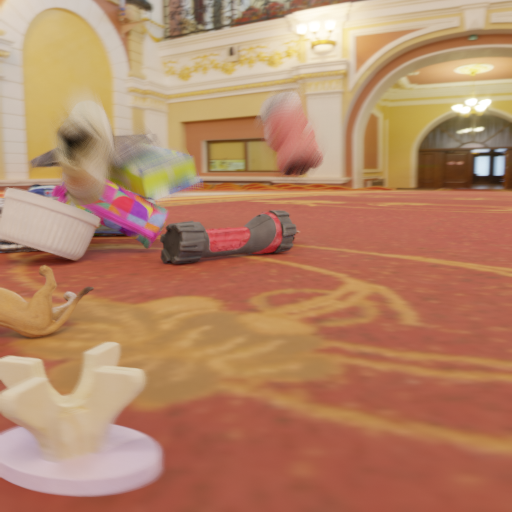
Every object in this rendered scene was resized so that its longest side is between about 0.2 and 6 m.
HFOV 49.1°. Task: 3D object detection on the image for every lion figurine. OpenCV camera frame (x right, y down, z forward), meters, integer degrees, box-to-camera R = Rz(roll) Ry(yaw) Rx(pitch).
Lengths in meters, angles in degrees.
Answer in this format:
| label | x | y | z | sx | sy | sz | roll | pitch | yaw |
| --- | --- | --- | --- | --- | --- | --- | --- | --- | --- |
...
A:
| label | x | y | z | sx | sy | sz | roll | pitch | yaw |
| --- | --- | --- | --- | --- | --- | --- | --- | --- | --- |
| lion figurine | -2.084 | 0.438 | 4.626 | 1.311 | 0.475 | 0.803 | 6 | 41 | -5 |

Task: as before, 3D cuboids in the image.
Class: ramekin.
| label | x | y | z | sx | sy | sz | roll | pitch | yaw |
| --- | --- | --- | --- | --- | --- | --- | --- | --- | --- |
| ramekin | -3.166 | -0.436 | 8.493 | 1.417 | 0.744 | 1.417 | 16 | -6 | 2 |

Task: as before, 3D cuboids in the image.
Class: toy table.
| label | x | y | z | sx | sy | sz | roll | pitch | yaw |
| --- | --- | --- | --- | --- | --- | --- | --- | --- | --- |
| toy table | -0.853 | 0.736 | 2.608 | 0.832 | 0.487 | 0.765 | 0 | 8 | 8 |

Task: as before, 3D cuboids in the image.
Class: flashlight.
| label | x | y | z | sx | sy | sz | roll | pitch | yaw |
| --- | --- | --- | --- | --- | --- | --- | --- | --- | --- |
| flashlight | -0.383 | -0.326 | 8.885 | 2.255 | 0.763 | 0.766 | -5 | 2 | -42 |

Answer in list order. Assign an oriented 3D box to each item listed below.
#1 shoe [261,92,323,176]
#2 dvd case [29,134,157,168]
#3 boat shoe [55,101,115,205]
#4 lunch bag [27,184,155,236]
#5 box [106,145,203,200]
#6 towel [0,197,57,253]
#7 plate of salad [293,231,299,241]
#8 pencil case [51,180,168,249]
| label | x | y | z | sx | sy | sz | roll | pitch | yaw |
| --- | --- | --- | --- | --- | --- | --- | --- | --- | --- |
| shoe | 0.688 | -1.974 | 10.340 | 0.907 | 1.154 | 2.538 | -17 | -9 | 7 |
| dvd case | -2.852 | -1.860 | 9.853 | 1.808 | 0.144 | 1.345 | 3 | 30 | 23 |
| boat shoe | -2.579 | -1.750 | 8.444 | 0.776 | 0.710 | 2.077 | -10 | 52 | -6 |
| lunch bag | -3.750 | -1.066 | 12.906 | 2.741 | 1.130 | 2.203 | 1 | 5 | -3 |
| box | -2.017 | -1.568 | 10.083 | 1.898 | 0.452 | 1.157 | 21 | 38 | 37 |
| towel | -4.330 | -0.606 | 10.277 | 2.155 | 0.922 | 1.784 | -3 | 9 | -18 |
| plate of salad | 0.152 | -0.375 | 10.788 | 1.378 | 0.331 | 1.378 | -1 | -2 | 0 |
| pencil case | -2.435 | -0.810 | 9.369 | 1.868 | 0.825 | 0.825 | 24 | -1 | -21 |
